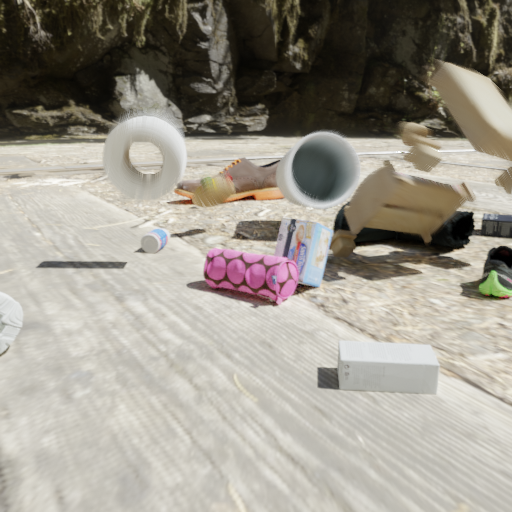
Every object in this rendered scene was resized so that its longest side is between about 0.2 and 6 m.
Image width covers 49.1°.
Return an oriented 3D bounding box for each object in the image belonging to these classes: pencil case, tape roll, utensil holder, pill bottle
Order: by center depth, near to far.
[{"bbox_3d":[-0.137,0.311,9.172,1.591,0.745,0.722,8,-7,37],"label":"pencil case"},{"bbox_3d":[-1.993,-1.752,10.073,1.452,1.452,0.508,0,21,0],"label":"tape roll"},{"bbox_3d":[-2.127,-0.350,11.979,0.435,0.435,0.775,3,17,12],"label":"pill bottle"},{"bbox_3d":[1.376,-1.931,13.248,1.681,1.681,1.979,-1,4,-5],"label":"utensil holder"}]

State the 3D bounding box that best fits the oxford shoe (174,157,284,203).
[{"bbox_3d":[-0.808,-2.460,17.841,3.722,1.357,1.327,-6,17,-22],"label":"oxford shoe"}]

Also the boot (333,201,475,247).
[{"bbox_3d":[3.274,-0.647,12.153,2.672,0.989,2.189,-11,19,-44],"label":"boot"}]

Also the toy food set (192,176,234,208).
[{"bbox_3d":[-0.990,-1.493,13.034,1.072,0.261,1.061,-6,-28,-41],"label":"toy food set"}]

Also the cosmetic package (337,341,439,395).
[{"bbox_3d":[1.462,1.248,6.316,1.061,0.378,0.538,2,16,6],"label":"cosmetic package"}]

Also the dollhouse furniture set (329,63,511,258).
[{"bbox_3d":[3.349,-1.588,10.901,3.101,3.636,1.775,6,52,-30],"label":"dollhouse furniture set"}]

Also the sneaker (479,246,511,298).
[{"bbox_3d":[4.295,0.166,9.518,0.687,0.750,1.790,9,18,30],"label":"sneaker"}]

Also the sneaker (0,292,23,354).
[{"bbox_3d":[-4.194,0.880,6.542,2.676,1.043,1.330,-12,16,-39],"label":"sneaker"}]

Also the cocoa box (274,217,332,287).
[{"bbox_3d":[0.772,-0.054,9.490,0.681,1.037,0.692,11,-4,32],"label":"cocoa box"}]

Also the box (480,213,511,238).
[{"bbox_3d":[5.771,-0.724,13.338,0.744,0.426,0.817,6,17,25],"label":"box"}]
